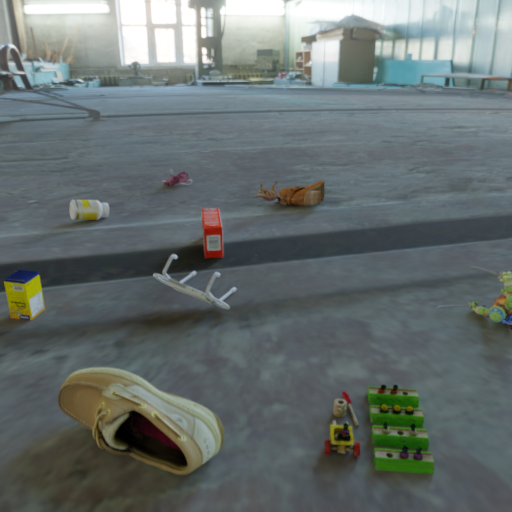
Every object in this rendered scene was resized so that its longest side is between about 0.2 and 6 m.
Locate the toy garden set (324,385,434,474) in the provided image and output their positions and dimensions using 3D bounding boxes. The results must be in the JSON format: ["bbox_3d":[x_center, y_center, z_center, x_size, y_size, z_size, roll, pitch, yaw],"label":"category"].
[{"bbox_3d":[1.403,1.919,6.622,1.174,0.281,1.409,2,22,6],"label":"toy garden set"}]

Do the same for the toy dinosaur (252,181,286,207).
[{"bbox_3d":[0.393,-1.542,14.555,0.955,0.410,0.647,-13,65,-36],"label":"toy dinosaur"}]

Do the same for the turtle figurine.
[{"bbox_3d":[3.916,0.564,9.173,1.237,0.918,1.276,-15,30,-42],"label":"turtle figurine"}]

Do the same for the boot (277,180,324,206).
[{"bbox_3d":[1.271,-1.723,15.472,1.176,0.581,1.514,2,29,15],"label":"boot"}]

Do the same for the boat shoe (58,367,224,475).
[{"bbox_3d":[-1.420,1.816,6.215,2.107,0.780,0.699,9,18,21],"label":"boat shoe"}]

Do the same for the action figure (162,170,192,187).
[{"bbox_3d":[-2.472,-2.252,17.006,0.859,0.575,0.640,-31,79,-33],"label":"action figure"}]

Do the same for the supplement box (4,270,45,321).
[{"bbox_3d":[-3.804,0.642,9.201,0.396,0.723,0.393,5,23,13],"label":"supplement box"}]

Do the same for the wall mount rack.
[{"bbox_3d":[-0.972,0.475,9.666,1.472,0.549,1.279,22,-14,17],"label":"wall mount rack"}]

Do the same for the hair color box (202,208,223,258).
[{"bbox_3d":[-0.954,-0.515,12.121,0.421,0.697,1.373,-3,21,-5],"label":"hair color box"}]

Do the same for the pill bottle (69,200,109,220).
[{"bbox_3d":[-4.123,-1.135,13.864,0.878,0.489,0.489,-2,20,-30],"label":"pill bottle"}]
